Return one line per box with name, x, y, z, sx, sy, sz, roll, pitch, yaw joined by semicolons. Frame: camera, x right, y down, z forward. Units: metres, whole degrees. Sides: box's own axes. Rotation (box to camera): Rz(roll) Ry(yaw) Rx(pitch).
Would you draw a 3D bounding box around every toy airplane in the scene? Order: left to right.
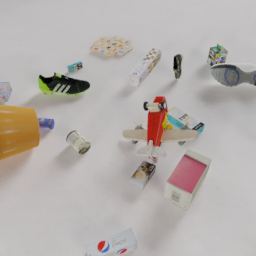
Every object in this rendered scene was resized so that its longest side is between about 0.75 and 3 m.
toy airplane;1.141;0.215;10.457;2.254;1.597;2.263;-45;61;10

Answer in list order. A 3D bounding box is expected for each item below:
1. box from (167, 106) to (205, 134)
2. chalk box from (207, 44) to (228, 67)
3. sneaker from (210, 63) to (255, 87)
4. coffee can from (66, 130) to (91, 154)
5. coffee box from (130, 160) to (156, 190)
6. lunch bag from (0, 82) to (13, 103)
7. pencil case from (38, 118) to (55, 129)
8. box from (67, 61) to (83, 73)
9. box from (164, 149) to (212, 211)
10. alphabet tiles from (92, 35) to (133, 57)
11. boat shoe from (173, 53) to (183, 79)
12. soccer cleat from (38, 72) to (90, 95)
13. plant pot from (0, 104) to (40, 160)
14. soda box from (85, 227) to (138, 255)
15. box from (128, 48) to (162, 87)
box;2.308;-0.273;11.548;0.653;0.390;1.587;-32;53;-28
chalk box;4.693;-3.835;14.631;0.699;1.128;0.704;-11;46;-11
sneaker;5.447;-2.690;13.727;2.953;1.100;1.286;7;32;-2
coffee can;-1.873;0.542;10.586;0.582;0.582;0.795;-33;53;-29
coffee box;0.532;1.613;9.659;0.519;0.362;0.907;24;49;22
lunch bag;-5.951;-1.613;12.727;1.066;0.677;0.904;-6;43;4
pencil case;-3.595;-0.176;11.407;1.144;0.446;0.497;2;33;2
box;-2.748;-3.166;14.529;0.799;0.329;0.196;-28;52;-25
box;1.939;1.662;9.130;0.877;1.030;1.610;24;50;23
alphabet tiles;-0.913;-4.744;16.242;2.281;0.166;2.231;26;50;24
boat shoe;2.367;-2.952;13.582;0.398;1.322;0.471;-19;41;-19
soccer cleat;-2.962;-2.068;12.954;2.390;0.969;0.807;-2;45;-2
plant pot;-4.420;0.110;10.037;2.157;2.356;2.356;-8;43;-31
soda box;-0.455;3.329;7.864;1.403;0.446;0.478;-15;47;-15
box;0.919;-3.145;14.326;0.566;0.606;2.924;20;47;19
